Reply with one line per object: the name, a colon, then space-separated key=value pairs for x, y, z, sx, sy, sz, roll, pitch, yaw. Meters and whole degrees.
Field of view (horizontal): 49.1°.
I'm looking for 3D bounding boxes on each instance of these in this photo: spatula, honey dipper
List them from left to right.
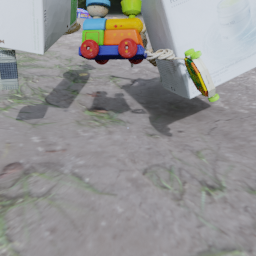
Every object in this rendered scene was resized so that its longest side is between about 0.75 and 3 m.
honey dipper: x=0.301 y=-2.956 z=9.702 sx=2.483 sy=0.472 sz=0.472 roll=30 pitch=5 yaw=-39
spatula: x=0.341 y=-2.617 z=8.934 sx=0.125 sy=1.562 sz=1.086 roll=35 pitch=80 yaw=15

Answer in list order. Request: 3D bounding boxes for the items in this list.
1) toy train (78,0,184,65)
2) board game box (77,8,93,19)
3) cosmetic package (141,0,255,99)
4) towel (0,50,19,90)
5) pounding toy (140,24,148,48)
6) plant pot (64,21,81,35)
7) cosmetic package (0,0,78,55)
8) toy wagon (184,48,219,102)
toy train: x=0.129 y=-2.026 z=5.764 sx=2.256 sy=1.305 sz=0.955 roll=3 pitch=4 yaw=13
board game box: x=-1.782 y=-4.220 z=10.281 sx=0.617 sy=0.206 sz=0.918 roll=-9 pitch=35 yaw=-38
cosmetic package: x=1.736 y=-2.220 z=6.343 sx=2.250 sy=2.257 sz=1.388 roll=-26 pitch=25 yaw=-10
towel: x=-2.979 y=-1.296 z=6.289 sx=0.944 sy=0.909 sz=0.163 roll=-4 pitch=14 yaw=-13
pounding toy: x=1.551 y=-2.726 z=7.682 sx=2.813 sy=1.614 sz=1.609 roll=-25 pitch=52 yaw=-3
plant pot: x=-2.249 y=-3.544 z=9.675 sx=1.229 sy=0.169 sz=1.229 roll=0 pitch=43 yaw=0
cosmetic package: x=-2.058 y=-2.930 z=6.559 sx=1.154 sy=1.464 sz=2.721 roll=10 pitch=37 yaw=0
toy wagon: x=1.248 y=-0.961 z=4.979 sx=0.227 sy=0.891 sz=1.148 roll=-27 pitch=21 yaw=7
